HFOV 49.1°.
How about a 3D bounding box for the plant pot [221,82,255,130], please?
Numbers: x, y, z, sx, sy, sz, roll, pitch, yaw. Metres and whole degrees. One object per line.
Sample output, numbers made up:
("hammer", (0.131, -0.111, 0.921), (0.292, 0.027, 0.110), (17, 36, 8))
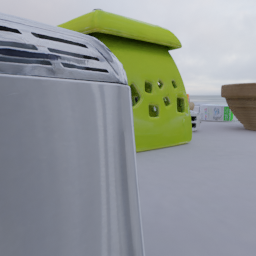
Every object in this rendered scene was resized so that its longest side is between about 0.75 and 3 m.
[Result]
("plant pot", (4.215, -0.616, 8.178), (2.900, 1.339, 2.900), (-1, 6, 0))

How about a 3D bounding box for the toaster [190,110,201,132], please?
("toaster", (1.472, -0.205, 7.725), (1.076, 0.611, 0.695), (-1, 8, -19))

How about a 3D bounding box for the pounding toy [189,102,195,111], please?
("pounding toy", (1.383, -0.420, 10.478), (2.104, 1.207, 1.203), (-7, 29, 31))

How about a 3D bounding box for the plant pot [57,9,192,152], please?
("plant pot", (-0.397, -0.828, 5.538), (2.488, 2.269, 2.501), (-6, 7, -42))

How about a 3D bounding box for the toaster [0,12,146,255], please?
("toaster", (-0.622, 0.236, 0.788), (0.899, 1.022, 1.583), (4, 7, 42))

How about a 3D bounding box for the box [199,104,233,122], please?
("box", (3.860, -0.662, 12.180), (1.281, 0.702, 1.452), (5, 8, 26))

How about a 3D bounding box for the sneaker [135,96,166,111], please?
("sneaker", (0.293, -1.103, 8.110), (1.035, 2.680, 1.049), (-2, 29, 45))

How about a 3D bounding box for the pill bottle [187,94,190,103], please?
("pill bottle", (1.555, -1.146, 13.327), (2.688, 1.428, 1.428), (2, 6, 15))
